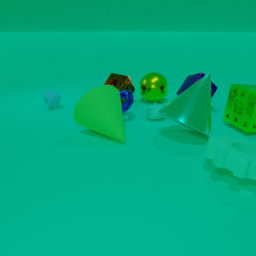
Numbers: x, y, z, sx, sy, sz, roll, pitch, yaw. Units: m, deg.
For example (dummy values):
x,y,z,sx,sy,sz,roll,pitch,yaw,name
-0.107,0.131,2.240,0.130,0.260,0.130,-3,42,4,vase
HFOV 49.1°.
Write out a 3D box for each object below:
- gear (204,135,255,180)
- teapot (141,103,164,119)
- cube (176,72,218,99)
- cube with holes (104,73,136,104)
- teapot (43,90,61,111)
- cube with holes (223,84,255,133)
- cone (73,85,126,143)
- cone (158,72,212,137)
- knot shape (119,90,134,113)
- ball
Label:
x,y,z,sx,sy,sz,roll,pitch,yaw,name
2.683,0.663,6.020,1.979,0.366,1.979,11,14,-3,gear
0.991,-0.600,9.599,1.100,0.539,0.684,-6,11,14,teapot
2.561,-1.383,10.420,0.914,0.914,0.914,38,-13,-20,cube
-0.379,-1.542,11.140,0.845,0.845,0.845,17,67,33,cube with holes
-2.947,-1.094,10.789,0.659,0.519,1.059,17,39,-9,teapot
3.919,-0.631,8.667,1.197,1.197,1.197,0,20,-20,cube with holes
-0.492,-0.129,7.970,1.569,1.569,1.575,-15,51,-34,cone
1.955,-0.836,7.938,1.642,1.648,1.642,25,4,-2,cone
-0.710,-0.785,9.582,1.552,0.766,1.659,-16,6,-32,knot shape
1.054,-1.677,11.540,1.223,1.223,1.223,0,21,0,ball
